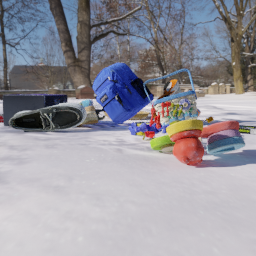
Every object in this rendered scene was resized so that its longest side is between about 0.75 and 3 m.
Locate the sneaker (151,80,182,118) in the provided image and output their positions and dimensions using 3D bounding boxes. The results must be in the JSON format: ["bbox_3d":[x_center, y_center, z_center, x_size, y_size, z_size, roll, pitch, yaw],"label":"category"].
[{"bbox_3d":[1.963,-1.161,13.139,0.887,1.078,2.343,-1,48,50],"label":"sneaker"}]

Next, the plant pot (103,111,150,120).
[{"bbox_3d":[-0.085,-0.739,15.738,2.604,0.358,2.604,0,7,0],"label":"plant pot"}]

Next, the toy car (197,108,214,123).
[{"bbox_3d":[3.753,-0.534,14.164,0.487,0.718,1.464,-22,42,-22],"label":"toy car"}]

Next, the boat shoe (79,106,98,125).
[{"bbox_3d":[-2.116,-0.522,12.033,0.867,0.785,2.432,-9,4,-44],"label":"boat shoe"}]

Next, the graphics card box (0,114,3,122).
[{"bbox_3d":[-6.191,-0.507,14.151,0.823,0.334,1.313,-2,9,-13],"label":"graphics card box"}]

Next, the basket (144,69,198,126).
[{"bbox_3d":[1.732,-1.068,10.507,1.821,2.065,1.437,-19,-16,4],"label":"basket"}]

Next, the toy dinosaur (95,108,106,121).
[{"bbox_3d":[-1.590,-0.595,12.941,2.621,0.622,1.155,-4,26,43],"label":"toy dinosaur"}]

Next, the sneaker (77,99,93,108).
[{"bbox_3d":[-2.371,-0.893,12.545,1.551,0.617,1.013,-26,-16,26],"label":"sneaker"}]

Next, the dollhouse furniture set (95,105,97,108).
[{"bbox_3d":[-2.102,-0.939,15.861,0.821,0.735,1.036,-3,8,-25],"label":"dollhouse furniture set"}]

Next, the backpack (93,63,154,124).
[{"bbox_3d":[-0.381,-1.622,12.465,1.972,2.427,2.036,-36,-1,39],"label":"backpack"}]

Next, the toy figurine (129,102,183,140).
[{"bbox_3d":[0.715,-0.174,8.815,1.379,1.214,2.302,-1,5,33],"label":"toy figurine"}]

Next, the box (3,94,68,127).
[{"bbox_3d":[-4.091,-0.846,12.750,1.933,1.363,2.612,2,8,7],"label":"box"}]

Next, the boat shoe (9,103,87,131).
[{"bbox_3d":[-3.031,-0.264,10.615,2.894,1.043,1.026,-9,16,4],"label":"boat shoe"}]

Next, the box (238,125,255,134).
[{"bbox_3d":[4.450,0.054,10.388,0.935,0.222,0.903,6,12,38],"label":"box"}]

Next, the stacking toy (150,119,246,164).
[{"bbox_3d":[1.586,0.495,6.593,2.020,0.853,1.829,-1,-19,-28],"label":"stacking toy"}]
